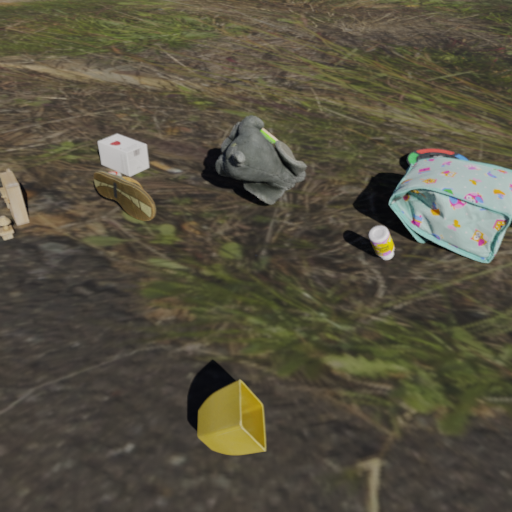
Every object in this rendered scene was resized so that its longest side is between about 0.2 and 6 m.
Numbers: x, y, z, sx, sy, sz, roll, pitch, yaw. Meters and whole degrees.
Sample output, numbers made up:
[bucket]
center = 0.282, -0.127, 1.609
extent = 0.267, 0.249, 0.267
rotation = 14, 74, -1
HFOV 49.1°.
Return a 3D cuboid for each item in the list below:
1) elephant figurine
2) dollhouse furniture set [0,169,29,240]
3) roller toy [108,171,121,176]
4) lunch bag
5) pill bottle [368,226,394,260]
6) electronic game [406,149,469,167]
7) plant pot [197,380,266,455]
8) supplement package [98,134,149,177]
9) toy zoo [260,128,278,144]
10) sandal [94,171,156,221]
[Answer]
[elephant figurine]
center = 0.402, -2.095, 13.250
extent = 2.411, 1.706, 1.870
rotation = 30, 62, -21
[dollhouse furniture set]
center = -6.357, -1.076, 12.422
extent = 2.178, 1.063, 1.857
rotation = -18, 39, -25
[roller toy]
center = -3.629, -1.863, 14.136
extent = 0.558, 0.390, 0.509
rotation = -29, 36, -24
[lunch bag]
center = 4.287, -1.201, 12.236
extent = 2.477, 1.510, 2.110
rotation = 22, 41, 19
[pill bottle]
center = 2.581, -0.242, 11.434
extent = 0.405, 0.777, 0.405
rotation = -15, 50, 19
[electronic game]
center = 4.906, -2.473, 15.033
extent = 1.730, 0.360, 1.730
rotation = 0, 35, 0
[plant pot]
center = -0.379, 2.299, 7.703
extent = 0.767, 0.745, 0.750
rotation = -23, 39, 15
[supplement package]
center = -3.578, -2.729, 15.097
extent = 1.184, 0.709, 0.718
rotation = 24, 41, 30
[toy zoo]
center = 0.152, -2.582, 14.511
extent = 0.141, 0.903, 1.376
rotation = -12, 51, 51
[sandal]
center = -3.012, -1.505, 13.104
extent = 1.960, 0.787, 0.529
rotation = 29, 38, 27
